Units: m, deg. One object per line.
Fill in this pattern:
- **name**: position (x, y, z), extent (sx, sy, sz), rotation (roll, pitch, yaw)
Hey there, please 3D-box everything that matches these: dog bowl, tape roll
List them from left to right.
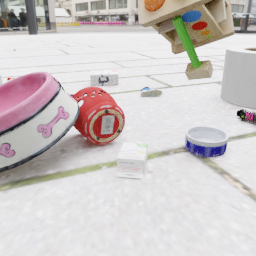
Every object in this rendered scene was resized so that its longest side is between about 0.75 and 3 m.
- **dog bowl**: position (-2.618, -0.298, 6.473), extent (2.833, 1.044, 2.833), rotation (-16, 32, 11)
- **dog bowl**: position (1.963, 0.323, 7.055), extent (1.036, 0.408, 1.036), rotation (0, 23, 0)
- **tape roll**: position (5.105, -2.049, 10.753), extent (2.837, 1.948, 2.837), rotation (0, 23, 0)

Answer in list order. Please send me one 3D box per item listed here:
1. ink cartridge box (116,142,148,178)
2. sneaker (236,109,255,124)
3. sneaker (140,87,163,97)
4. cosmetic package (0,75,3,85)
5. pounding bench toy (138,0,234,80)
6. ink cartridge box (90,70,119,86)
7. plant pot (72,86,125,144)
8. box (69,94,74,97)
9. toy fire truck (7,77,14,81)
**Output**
- **ink cartridge box**: position (0.103, 0.697, 6.229), extent (0.602, 0.346, 1.029), rotation (3, 23, 8)
- **sneaker**: position (3.768, -0.361, 8.772), extent (0.455, 0.384, 1.041), rotation (-5, 19, -9)
- **sneaker**: position (0.958, -1.521, 11.587), extent (0.907, 0.348, 0.505), rotation (-6, 31, 2)
- **cosmetic package**: position (-6.257, -1.994, 12.460), extent (0.698, 0.551, 1.298), rotation (3, 22, 9)
- **pounding bench toy**: position (1.003, -1.950, 4.876), extent (1.219, 1.963, 1.531), rotation (-10, -14, 34)
- **ink cartridge box**: position (-1.158, -2.425, 13.491), extent (1.319, 0.556, 0.955), rotation (-3, 23, -7)
- **plant pot**: position (-0.823, -0.302, 7.421), extent (1.328, 1.328, 1.209), rotation (-10, 30, -23)
- **box**: position (-2.687, -0.785, 9.764), extent (1.578, 0.392, 1.566), rotation (-2, 22, -4)
- **toy fire truck**: position (-3.904, -0.872, 8.860), extent (0.428, 1.237, 1.755), rotation (7, 23, 18)
